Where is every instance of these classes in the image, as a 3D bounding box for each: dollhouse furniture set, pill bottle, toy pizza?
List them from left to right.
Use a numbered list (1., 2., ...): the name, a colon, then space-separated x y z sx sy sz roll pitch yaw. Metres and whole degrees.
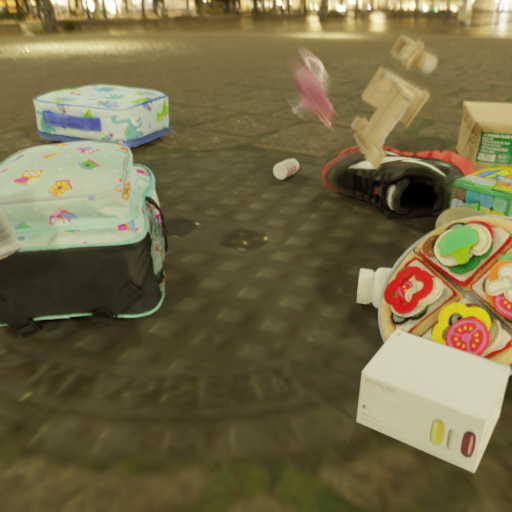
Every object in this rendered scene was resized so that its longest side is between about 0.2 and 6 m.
1. pill bottle: 0.639 -1.829 11.737 0.332 0.332 0.586 16 30 29
2. pill bottle: 1.735 0.424 6.969 0.916 0.519 0.519 6 27 13
3. dollhouse furniture set: 2.646 -2.539 9.644 1.055 1.843 2.161 24 30 -15
4. toy pizza: 2.179 0.371 5.906 2.041 0.323 2.041 -26 43 27

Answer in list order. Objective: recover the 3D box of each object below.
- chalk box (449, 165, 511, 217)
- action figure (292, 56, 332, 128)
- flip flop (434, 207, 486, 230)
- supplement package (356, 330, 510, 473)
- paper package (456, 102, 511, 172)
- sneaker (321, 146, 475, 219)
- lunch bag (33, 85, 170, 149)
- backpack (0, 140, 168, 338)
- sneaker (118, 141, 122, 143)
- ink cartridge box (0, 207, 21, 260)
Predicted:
1. chalk box: 3.676 -0.708 8.742 1.596 0.996 0.989 -22 33 -36
2. action figure: 0.842 -2.104 7.428 0.579 0.643 0.864 6 47 -32
3. flip flop: 3.124 0.142 6.236 1.285 0.912 3.169 4 32 -18
4. supplement package: 1.613 1.276 5.142 1.098 0.609 0.855 16 30 31
5. paper package: 5.754 -2.594 12.328 2.279 1.179 2.172 6 27 9
6. sneaker: 2.309 -1.308 9.910 2.818 0.996 1.377 11 35 32
7. lunch bag: -3.892 -3.509 14.123 2.956 1.219 2.376 11 27 20
8. backpack: -2.289 -0.420 7.156 2.231 1.946 2.538 -8 23 -2
9. sneaker: -3.358 -1.477 10.411 1.524 1.066 2.639 -5 20 -2
10. ink cartridge box: -3.160 -0.126 5.529 1.555 0.847 0.392 -23 5 21
